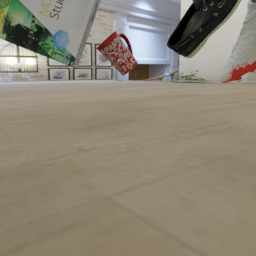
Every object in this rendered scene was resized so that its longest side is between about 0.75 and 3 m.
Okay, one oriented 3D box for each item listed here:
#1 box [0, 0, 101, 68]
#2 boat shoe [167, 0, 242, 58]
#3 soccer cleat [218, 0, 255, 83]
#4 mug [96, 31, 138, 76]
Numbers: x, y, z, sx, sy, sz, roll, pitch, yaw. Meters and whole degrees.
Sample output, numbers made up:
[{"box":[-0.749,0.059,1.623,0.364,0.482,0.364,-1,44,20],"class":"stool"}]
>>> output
[{"box":[-2.283,-2.976,7.375,2.710,1.956,0.492,22,10,5],"class":"box"},{"box":[2.078,-3.280,7.823,0.991,1.117,2.989,7,-34,-27],"class":"boat shoe"},{"box":[2.780,-2.120,6.010,1.160,2.723,0.934,31,41,-13],"class":"soccer cleat"},{"box":[-0.290,-3.271,12.048,1.459,1.643,1.096,-43,14,-5],"class":"mug"}]
